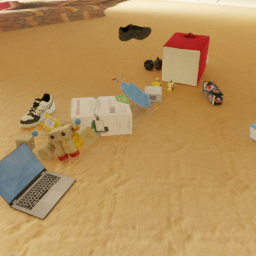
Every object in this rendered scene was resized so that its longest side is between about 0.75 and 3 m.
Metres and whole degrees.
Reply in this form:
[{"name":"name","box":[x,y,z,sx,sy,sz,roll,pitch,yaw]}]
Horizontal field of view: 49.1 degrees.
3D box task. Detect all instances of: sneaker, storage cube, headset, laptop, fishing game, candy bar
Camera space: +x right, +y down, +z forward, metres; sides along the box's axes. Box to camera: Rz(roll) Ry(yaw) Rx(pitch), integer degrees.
[{"name":"sneaker","box":[-3.997,-0.810,12.136,0.796,0.923,2.106,13,37,16]},{"name":"storage cube","box":[3.179,-3.868,15.595,2.064,2.415,2.171,14,41,20]},{"name":"headset","box":[1.603,-4.006,17.114,1.161,0.883,1.880,-5,22,-6]},{"name":"laptop","box":[-2.843,1.507,8.403,1.846,1.070,1.728,13,36,19]},{"name":"fishing game","box":[0.315,-1.495,12.831,2.383,0.370,1.706,42,30,4]},{"name":"candy bar","box":[-2.676,0.067,11.070,2.686,0.670,0.298,27,3,35]},{"name":"sneaker","box":[0.310,-4.446,12.888,1.575,0.715,0.598,-10,62,0]}]

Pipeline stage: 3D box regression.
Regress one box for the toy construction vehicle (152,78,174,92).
[{"name":"toy construction vehicle","box":[1.843,-2.285,14.823,1.163,0.470,1.336,9,34,14]}]

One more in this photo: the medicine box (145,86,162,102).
[{"name":"medicine box","box":[1.245,-1.695,13.916,0.813,0.460,0.893,2,33,4]}]

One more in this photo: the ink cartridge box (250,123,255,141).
[{"name":"ink cartridge box","box":[5.744,0.003,10.715,1.770,0.600,1.027,-23,31,-9]}]

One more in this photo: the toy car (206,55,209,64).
[{"name":"toy car","box":[4.071,-4.595,17.503,1.691,1.449,1.932,22,39,29]}]

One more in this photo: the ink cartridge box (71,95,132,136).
[{"name":"ink cartridge box","box":[-1.111,-0.513,11.580,2.367,0.998,1.729,-4,33,-6]}]

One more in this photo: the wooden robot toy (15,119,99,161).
[{"name":"wooden robot toy","box":[-2.359,0.331,10.065,2.994,1.319,1.358,-14,19,11]}]

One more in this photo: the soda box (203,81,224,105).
[{"name":"soda box","box":[4.191,-1.757,13.896,0.519,0.580,1.639,-4,33,-2]}]
